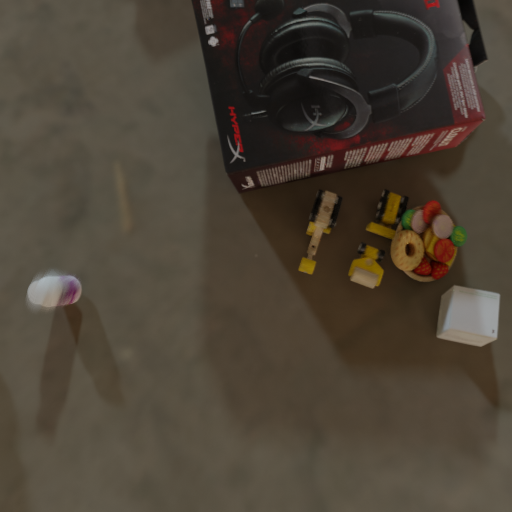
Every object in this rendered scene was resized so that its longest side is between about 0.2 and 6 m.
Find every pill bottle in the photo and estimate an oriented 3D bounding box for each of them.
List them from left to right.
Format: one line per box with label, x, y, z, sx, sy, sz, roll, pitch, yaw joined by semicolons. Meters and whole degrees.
pill bottle;-2.818;0.497;7.824;0.412;0.733;0.412;0;90;18

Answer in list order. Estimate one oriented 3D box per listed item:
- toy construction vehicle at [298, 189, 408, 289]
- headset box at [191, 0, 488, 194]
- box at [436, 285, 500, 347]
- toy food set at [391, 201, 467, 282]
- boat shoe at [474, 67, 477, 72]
toy construction vehicle;1.419;-0.311;8.301;1.372;0.555;1.576;17;68;0
headset box;1.250;-2.771;8.057;3.872;1.495;2.881;-11;86;5
box;2.957;0.847;7.833;0.663;0.571;0.666;12;72;4
toy food set;2.474;-0.198;8.071;1.147;0.279;1.135;30;81;-19
boat shoe;2.643;-3.162;9.002;1.886;0.667;0.856;25;69;-4
